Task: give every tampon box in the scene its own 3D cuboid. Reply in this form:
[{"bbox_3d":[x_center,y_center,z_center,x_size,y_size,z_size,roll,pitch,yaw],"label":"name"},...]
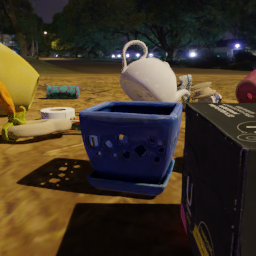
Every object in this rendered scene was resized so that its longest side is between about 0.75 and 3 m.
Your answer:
[{"bbox_3d":[1.566,0.538,2.169,2.064,1.303,1.547,0,13,1],"label":"tampon box"}]

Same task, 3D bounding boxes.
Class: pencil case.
[{"bbox_3d":[-3.141,-1.750,13.542,1.585,0.674,0.732,1,31,2],"label":"pencil case"}]

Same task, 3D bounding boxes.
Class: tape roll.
[{"bbox_3d":[-2.078,-0.378,8.319,0.997,0.349,0.997,0,12,0],"label":"tape roll"}]

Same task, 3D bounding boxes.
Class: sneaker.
[{"bbox_3d":[1.987,-1.320,10.241,0.553,1.276,0.478,-2,21,-3],"label":"sneaker"}]

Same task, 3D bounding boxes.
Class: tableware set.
[{"bbox_3d":[2.179,-1.218,10.743,2.247,0.312,2.690,-18,11,17],"label":"tableware set"}]

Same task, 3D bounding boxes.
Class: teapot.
[{"bbox_3d":[0.773,-1.529,8.798,1.959,1.450,1.985,31,-13,26],"label":"teapot"}]

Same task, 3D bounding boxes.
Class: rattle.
[{"bbox_3d":[-1.894,-0.437,6.469,1.973,1.410,1.285,-9,-8,-8],"label":"rattle"}]

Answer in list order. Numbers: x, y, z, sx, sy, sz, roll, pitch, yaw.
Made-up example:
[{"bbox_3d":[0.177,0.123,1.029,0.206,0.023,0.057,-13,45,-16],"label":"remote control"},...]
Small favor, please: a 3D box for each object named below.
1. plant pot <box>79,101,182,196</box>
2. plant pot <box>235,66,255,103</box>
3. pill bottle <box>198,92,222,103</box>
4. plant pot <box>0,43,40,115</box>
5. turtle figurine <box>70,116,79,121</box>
[{"bbox_3d":[0.097,0.235,3.947,1.236,1.111,1.236,4,14,15],"label":"plant pot"},{"bbox_3d":[4.908,-1.424,10.138,1.640,1.832,1.832,-24,22,-24],"label":"plant pot"},{"bbox_3d":[3.113,-1.025,10.493,0.623,0.623,1.122,9,17,35],"label":"pill bottle"},{"bbox_3d":[-3.970,-1.424,9.205,1.764,2.485,2.485,18,9,-14],"label":"plant pot"},{"bbox_3d":[-1.138,-0.235,7.528,1.302,0.419,1.050,5,14,21],"label":"turtle figurine"}]
